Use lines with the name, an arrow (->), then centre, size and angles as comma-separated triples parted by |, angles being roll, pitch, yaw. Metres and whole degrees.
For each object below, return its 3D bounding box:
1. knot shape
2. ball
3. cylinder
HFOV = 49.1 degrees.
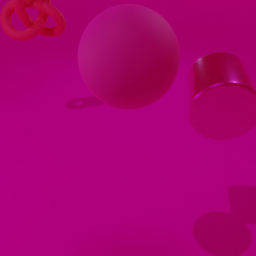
knot shape -> -2.454, -3.043, 7.603 | 1.588, 1.697, 0.784 | 25, 21, -34
ball -> 0.008, -0.665, 2.702 | 0.972, 0.972, 0.972 | 0, 34, 0
cylinder -> 1.268, -0.447, 3.860 | 0.898, 0.898, 0.898 | 4, 39, 6
